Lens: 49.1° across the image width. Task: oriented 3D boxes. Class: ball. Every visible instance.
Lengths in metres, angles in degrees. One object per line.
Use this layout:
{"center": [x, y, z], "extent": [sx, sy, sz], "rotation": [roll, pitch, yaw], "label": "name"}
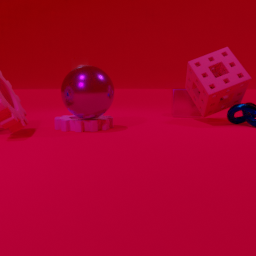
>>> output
{"center": [-1.033, -0.919, 7.232], "extent": [1.370, 1.370, 1.370], "rotation": [0, 9, 0], "label": "ball"}

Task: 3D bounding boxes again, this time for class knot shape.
{"center": [3.794, -0.425, 8.369], "extent": [1.430, 0.661, 1.338], "rotation": [5, 9, 37], "label": "knot shape"}

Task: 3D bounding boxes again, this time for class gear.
{"center": [-2.890, -0.721, 6.363], "extent": [0.317, 1.713, 1.713], "rotation": [-29, 12, -4], "label": "gear"}
{"center": [-1.226, -0.154, 7.862], "extent": [1.606, 0.297, 1.606], "rotation": [0, 9, 0], "label": "gear"}

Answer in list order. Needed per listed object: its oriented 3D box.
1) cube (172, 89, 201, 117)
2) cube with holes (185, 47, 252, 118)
{"center": [2.245, -0.986, 10.818], "extent": [1.048, 1.048, 1.048], "rotation": [1, 9, 7], "label": "cube"}
{"center": [2.693, -1.382, 8.649], "extent": [1.312, 1.312, 1.312], "rotation": [-21, -28, -4], "label": "cube with holes"}
